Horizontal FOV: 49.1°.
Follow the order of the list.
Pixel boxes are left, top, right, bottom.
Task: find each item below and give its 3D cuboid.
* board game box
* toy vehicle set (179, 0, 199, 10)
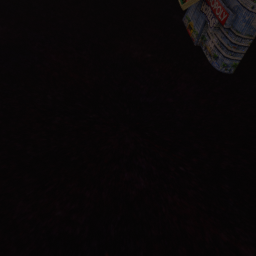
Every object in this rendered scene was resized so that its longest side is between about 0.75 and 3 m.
[{"bbox_3d":[1.989,-2.562,5.756,0.627,2.032,2.034,-1,51,-13],"label":"board game box"},{"bbox_3d":[1.292,-2.964,5.890,0.584,0.125,0.939,-27,54,27],"label":"toy vehicle set"}]
